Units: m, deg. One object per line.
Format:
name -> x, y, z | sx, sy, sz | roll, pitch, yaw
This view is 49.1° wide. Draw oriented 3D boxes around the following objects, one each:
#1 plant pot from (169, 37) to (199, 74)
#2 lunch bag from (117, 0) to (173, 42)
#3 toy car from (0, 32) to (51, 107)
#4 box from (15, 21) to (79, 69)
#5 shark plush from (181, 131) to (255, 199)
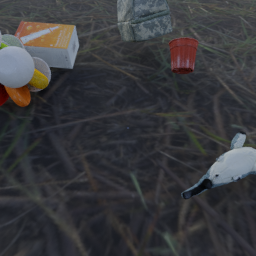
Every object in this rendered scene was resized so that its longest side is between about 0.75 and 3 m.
plant pot -> 1.651, -2.115, 8.383 | 0.887, 0.887, 0.862 | 2, 85, 3
lunch bag -> 0.446, -3.980, 9.525 | 1.491, 1.794, 2.139 | -22, 23, -9
toy car -> -3.544, -1.612, 7.791 | 2.497, 2.185, 1.872 | 41, 94, 0
box -> -2.790, -2.847, 9.621 | 1.913, 0.932, 1.190 | 5, 59, 3
shark plush -> 2.024, 0.988, 5.618 | 2.038, 0.849, 0.926 | -35, 65, -26
